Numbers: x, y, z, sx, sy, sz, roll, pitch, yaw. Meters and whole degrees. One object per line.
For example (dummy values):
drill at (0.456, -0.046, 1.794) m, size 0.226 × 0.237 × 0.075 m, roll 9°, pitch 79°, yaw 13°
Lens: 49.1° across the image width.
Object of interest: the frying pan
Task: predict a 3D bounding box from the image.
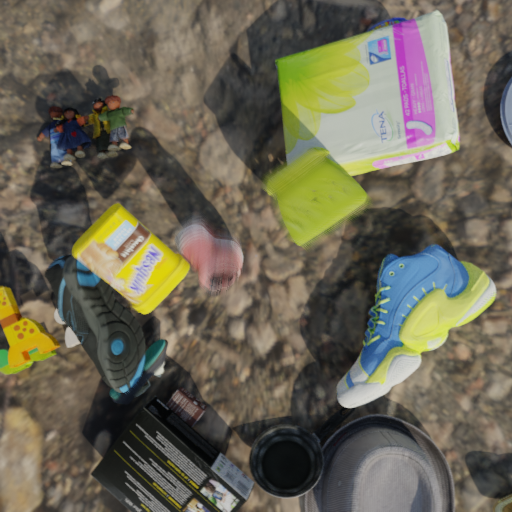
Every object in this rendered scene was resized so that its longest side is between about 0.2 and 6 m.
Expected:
frying pan at (0.776, 3.437, 10.414) m, size 1.350 × 0.363 × 2.232 m, roll 22°, pitch 54°, yaw 23°

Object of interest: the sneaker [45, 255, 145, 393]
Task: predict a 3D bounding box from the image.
sneaker at (-2.807, 1.165, 9.904) m, size 1.092 × 0.976 × 2.666 m, roll -6°, pitch 108°, yaw 36°

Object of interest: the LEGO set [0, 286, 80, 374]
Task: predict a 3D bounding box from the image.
LEGO set at (-4.645, 1.425, 10.269) m, size 3.433 × 1.309 × 1.409 m, roll -25°, pitch 83°, yaw -5°

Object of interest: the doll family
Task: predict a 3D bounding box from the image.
doll family at (-3.395, -2.536, 11.084) m, size 2.166 × 0.850 × 1.252 m, roll -10°, pitch 87°, yaw 1°

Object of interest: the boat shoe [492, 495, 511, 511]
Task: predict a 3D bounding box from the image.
boat shoe at (5.015, 4.499, 10.224) m, size 1.500 × 0.498 × 0.555 m, roll -3°, pitch 80°, yaw -16°

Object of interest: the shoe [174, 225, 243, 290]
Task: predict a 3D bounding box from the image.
shoe at (-0.637, 0.189, 9.919) m, size 0.745 × 2.085 × 0.948 m, roll -38°, pitch 66°, yaw 8°

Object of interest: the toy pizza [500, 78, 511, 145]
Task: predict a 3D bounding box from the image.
toy pizza at (6.087, -2.841, 11.338) m, size 2.392 × 0.379 × 2.392 m, roll 0°, pitch 83°, yaw -1°

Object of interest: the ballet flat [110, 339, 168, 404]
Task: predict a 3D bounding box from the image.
ballet flat at (-2.107, 2.224, 10.586) m, size 0.538 × 0.538 × 1.471 m, roll 42°, pitch 81°, yaw 5°

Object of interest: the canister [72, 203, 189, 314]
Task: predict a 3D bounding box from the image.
canister at (-1.952, 0.044, 8.725) m, size 1.104 × 0.643 × 1.486 m, roll -46°, pitch 115°, yaw -1°

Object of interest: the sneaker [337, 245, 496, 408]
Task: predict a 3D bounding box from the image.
sneaker at (2.568, 1.161, 10.461) m, size 3.579 × 1.355 × 1.880 m, roll -37°, pitch 68°, yaw -8°

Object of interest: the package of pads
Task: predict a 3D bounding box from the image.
package of pads at (2.015, -2.763, 10.394) m, size 3.151 × 1.074 × 2.434 m, roll -7°, pitch 85°, yaw 27°

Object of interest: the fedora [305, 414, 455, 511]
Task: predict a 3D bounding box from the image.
fedora at (2.273, 4.441, 9.773) m, size 2.756 × 1.407 × 3.116 m, roll 10°, pitch 82°, yaw 2°

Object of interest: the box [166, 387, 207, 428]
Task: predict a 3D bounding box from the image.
box at (-1.339, 2.863, 10.438) m, size 0.638 × 0.529 × 0.524 m, roll 37°, pitch 84°, yaw 5°

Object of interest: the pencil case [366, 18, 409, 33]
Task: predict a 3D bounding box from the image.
pencil case at (2.975, -3.447, 11.034) m, size 0.986 × 1.097 × 2.527 m, roll -13°, pitch 80°, yaw -25°

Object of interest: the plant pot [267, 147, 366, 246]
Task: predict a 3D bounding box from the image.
plant pot at (1.000, -1.119, 9.729) m, size 1.368 × 1.361 × 1.241 m, roll -35°, pitch 93°, yaw 16°

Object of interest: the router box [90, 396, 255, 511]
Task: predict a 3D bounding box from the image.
router box at (-1.509, 3.961, 9.972) m, size 2.395 × 0.611 × 1.786 m, roll 40°, pitch 105°, yaw 5°
